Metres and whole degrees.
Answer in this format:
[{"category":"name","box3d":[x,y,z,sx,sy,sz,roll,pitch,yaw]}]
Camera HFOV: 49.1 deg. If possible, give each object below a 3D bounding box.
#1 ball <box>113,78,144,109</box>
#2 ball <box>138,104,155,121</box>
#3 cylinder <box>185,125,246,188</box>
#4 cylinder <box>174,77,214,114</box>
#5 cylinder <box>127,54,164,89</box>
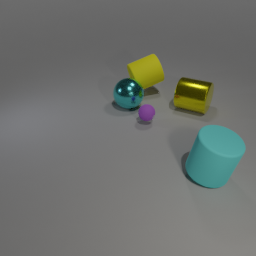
[{"category":"ball","box3d":[0.025,-1.554,12.646,1.400,1.400,1.400,0,32,0]},{"category":"ball","box3d":[0.775,-0.631,11.527,0.700,0.700,0.700,0,32,0]},{"category":"cylinder","box3d":[2.624,0.860,8.560,1.400,1.400,1.400,7,39,-6]},{"category":"cylinder","box3d":[2.931,-1.459,12.468,1.400,1.400,1.400,16,36,24]},{"category":"cylinder","box3d":[0.846,-2.673,13.572,1.400,1.400,1.400,-24,35,-3]}]
